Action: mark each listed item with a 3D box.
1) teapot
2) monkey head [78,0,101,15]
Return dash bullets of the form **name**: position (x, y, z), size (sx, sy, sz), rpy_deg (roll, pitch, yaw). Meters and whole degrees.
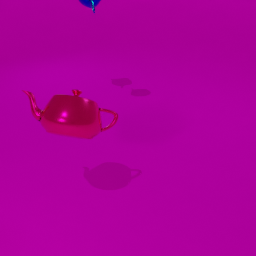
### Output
- **teapot**: position (-0.850, -0.222, 4.100), size (1.440, 0.705, 0.896), rpy_deg (10, -5, -11)
- **monkey head**: position (-1.031, -3.604, 7.315), size (0.714, 0.852, 1.184), rpy_deg (-35, 80, -1)
